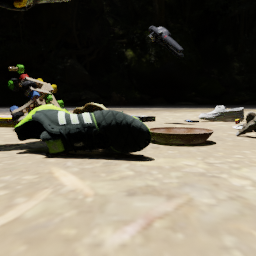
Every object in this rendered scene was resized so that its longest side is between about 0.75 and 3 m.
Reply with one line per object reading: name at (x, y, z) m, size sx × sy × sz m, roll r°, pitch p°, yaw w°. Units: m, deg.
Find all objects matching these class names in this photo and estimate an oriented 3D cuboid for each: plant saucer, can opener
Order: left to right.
can opener at (1.745, -3.985, 12.759) m, size 2.391 × 0.940 × 0.758 m, roll 55°, pitch 3°, yaw 37°
plant saucer at (1.206, 0.171, 6.589) m, size 1.578 × 0.289 × 1.578 m, roll 1°, pitch 6°, yaw 0°

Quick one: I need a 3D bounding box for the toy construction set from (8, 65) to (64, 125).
toy construction set at (-2.759, -0.829, 9.524) m, size 1.828 × 1.984 × 2.379 m, roll -10°, pitch 33°, yaw -42°

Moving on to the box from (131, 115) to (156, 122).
box at (0.605, -0.480, 13.804) m, size 0.978 × 0.298 × 1.213 m, roll -7°, pitch 8°, yaw -43°

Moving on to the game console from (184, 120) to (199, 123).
game console at (2.939, -0.330, 13.228) m, size 0.493 × 0.101 × 0.835 m, roll -2°, pitch 5°, yaw -25°

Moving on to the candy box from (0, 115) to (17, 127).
candy box at (-4.109, -0.276, 10.947) m, size 2.974 × 0.393 × 1.520 m, roll 2°, pitch 4°, yaw 14°

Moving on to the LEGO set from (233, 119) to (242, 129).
LEGO set at (4.273, -0.274, 9.459) m, size 1.328 × 0.436 × 1.778 m, roll -13°, pitch 6°, yaw 3°

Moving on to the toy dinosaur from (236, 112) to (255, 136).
toy dinosaur at (3.765, -0.120, 6.941) m, size 2.151 × 0.828 × 1.100 m, roll -1°, pitch 11°, yaw 27°

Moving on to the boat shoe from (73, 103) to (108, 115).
boat shoe at (-1.310, -0.503, 10.955) m, size 0.782 × 0.907 × 2.486 m, roll -10°, pitch 2°, yaw -36°

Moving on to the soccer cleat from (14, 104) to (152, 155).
soccer cleat at (-0.844, 0.132, 4.942) m, size 2.541 × 0.858 × 1.030 m, roll 9°, pitch 35°, yaw 26°

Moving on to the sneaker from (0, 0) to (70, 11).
sneaker at (-2.406, -3.328, 6.784) m, size 2.881 × 1.184 × 1.122 m, roll -18°, pitch -24°, yaw -33°

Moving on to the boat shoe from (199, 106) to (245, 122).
boat shoe at (4.577, -0.708, 13.652) m, size 2.246 × 0.769 × 0.809 m, roll 0°, pitch 5°, yaw 2°
